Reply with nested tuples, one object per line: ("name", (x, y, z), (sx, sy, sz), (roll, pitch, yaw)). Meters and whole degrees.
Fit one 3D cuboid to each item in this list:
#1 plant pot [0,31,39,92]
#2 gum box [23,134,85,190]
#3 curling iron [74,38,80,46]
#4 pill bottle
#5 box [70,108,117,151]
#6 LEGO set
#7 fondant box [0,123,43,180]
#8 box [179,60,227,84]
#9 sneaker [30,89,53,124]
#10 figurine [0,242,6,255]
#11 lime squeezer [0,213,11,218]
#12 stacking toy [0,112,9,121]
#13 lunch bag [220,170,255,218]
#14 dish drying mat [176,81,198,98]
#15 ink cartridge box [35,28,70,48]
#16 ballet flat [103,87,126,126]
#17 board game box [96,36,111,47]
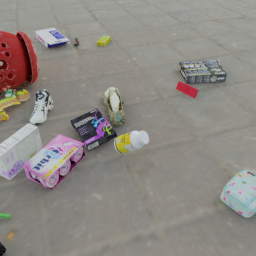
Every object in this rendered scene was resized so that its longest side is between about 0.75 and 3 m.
("plant pot", (-4.600, -2.553, 10.458), (2.029, 2.228, 2.228), (-19, 42, -29))
("gum box", (-1.948, 0.893, 7.486), (0.863, 0.503, 1.521), (19, 42, 22))
("curling iron", (-2.672, -4.506, 14.524), (0.276, 0.142, 1.114), (-7, 39, -8))
("pill bottle", (0.103, 0.362, 7.505), (0.892, 0.500, 0.500), (-21, 25, 36))
("box", (-1.077, 0.006, 8.600), (0.984, 0.249, 1.377), (-27, 45, -16))
("LEGO set", (-4.633, -1.039, 9.289), (2.630, 0.979, 1.210), (-20, 21, -22))
("fondant box", (-2.902, 0.616, 7.493), (0.375, 0.928, 1.287), (21, 43, 21))
("box", (3.071, -2.365, 11.643), (1.648, 0.405, 1.329), (-4, 37, -5))
("sneaker", (-2.918, -0.790, 9.302), (0.532, 0.867, 1.332), (10, 40, 14))
("figurine", (-3.364, 2.685, 5.222), (1.502, 0.647, 1.466), (10, 44, 14))
("lime squeezer", (-3.670, 1.768, 6.624), (2.034, 0.384, 0.718), (25, 14, 29))
("stacking toy", (-4.727, -0.113, 8.929), (1.446, 0.340, 1.090), (2, 37, 6))
("lunch bag", (2.875, 1.553, 6.722), (1.129, 0.435, 0.905), (-29, 47, -31))
("dish drying mat", (2.212, -1.445, 10.514), (0.886, 0.340, 0.081), (33, 16, 33))
("ink cartridge box", (-3.900, -4.613, 14.458), (1.057, 0.414, 2.233), (-21, 41, -25))
("ballet flat", (-0.460, -0.923, 9.550), (0.683, 0.758, 2.014), (-10, 39, -7))
("board game box", (-1.237, -4.484, 14.440), (0.448, 0.210, 0.882), (12, 40, 15))
